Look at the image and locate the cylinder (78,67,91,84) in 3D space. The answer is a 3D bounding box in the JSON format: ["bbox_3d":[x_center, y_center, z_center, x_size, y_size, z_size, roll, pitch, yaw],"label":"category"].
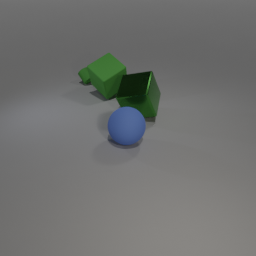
[{"bbox_3d":[-2.406,-3.018,16.141,0.700,0.700,0.700,-30,84,-43],"label":"cylinder"}]

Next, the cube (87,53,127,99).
[{"bbox_3d":[-1.001,-2.616,14.099,1.400,1.400,1.400,-36,63,-17],"label":"cube"}]

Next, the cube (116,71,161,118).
[{"bbox_3d":[0.483,-1.393,12.032,1.400,1.400,1.400,-4,51,23],"label":"cube"}]

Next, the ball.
[{"bbox_3d":[-0.049,-0.078,10.307,1.400,1.400,1.400,0,29,0],"label":"ball"}]
